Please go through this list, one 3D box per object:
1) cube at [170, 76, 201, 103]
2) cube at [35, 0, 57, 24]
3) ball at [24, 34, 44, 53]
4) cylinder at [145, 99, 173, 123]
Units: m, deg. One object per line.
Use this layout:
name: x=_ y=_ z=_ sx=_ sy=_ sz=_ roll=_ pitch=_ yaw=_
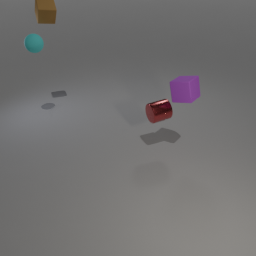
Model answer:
cube: x=1.840 y=-1.247 z=8.998 sx=0.700 sy=0.700 sz=0.700 roll=7 pitch=28 yaw=38
cube: x=-3.239 y=-4.601 z=10.988 sx=0.700 sy=0.700 sz=0.700 roll=-8 pitch=65 yaw=-23
ball: x=-3.541 y=-3.187 z=10.547 sx=0.700 sy=0.700 sz=0.700 roll=0 pitch=29 yaw=0
cylinder: x=1.051 y=-0.578 z=9.553 sx=0.700 sy=0.700 sz=0.700 roll=-17 pitch=33 yaw=-18
